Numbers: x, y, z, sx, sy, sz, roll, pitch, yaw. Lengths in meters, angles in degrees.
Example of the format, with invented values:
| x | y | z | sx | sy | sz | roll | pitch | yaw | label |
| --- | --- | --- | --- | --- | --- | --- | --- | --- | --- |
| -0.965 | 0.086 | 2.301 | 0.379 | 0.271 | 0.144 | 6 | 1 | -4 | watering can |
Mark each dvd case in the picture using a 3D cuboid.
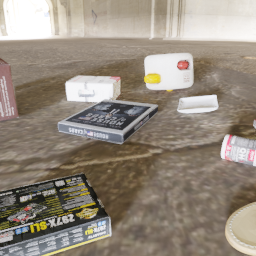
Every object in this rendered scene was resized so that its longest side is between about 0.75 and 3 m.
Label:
| x | y | z | sx | sy | sz | roll | pitch | yaw | label |
| --- | --- | --- | --- | --- | --- | --- | --- | --- | --- |
| -0.518 | -0.348 | 9.218 | 2.196 | 0.361 | 2.922 | 9 | 23 | 23 | dvd case |

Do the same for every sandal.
| x | y | z | sx | sy | sz | roll | pitch | yaw | label |
| --- | --- | --- | --- | --- | --- | --- | --- | --- | --- |
| 3.085 | 1.132 | 4.591 | 3.167 | 1.042 | 1.161 | -5 | 22 | -11 | sandal |

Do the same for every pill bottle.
| x | y | z | sx | sy | sz | roll | pitch | yaw | label |
| --- | --- | --- | --- | --- | --- | --- | --- | --- | --- |
| 2.834 | 0.549 | 6.627 | 1.110 | 0.614 | 0.614 | 12 | 25 | 29 | pill bottle |

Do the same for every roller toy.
| x | y | z | sx | sy | sz | roll | pitch | yaw | label |
| --- | --- | --- | --- | --- | --- | --- | --- | --- | --- |
| 1.885 | -2.520 | 12.843 | 2.180 | 1.670 | 2.390 | -2 | 12 | 9 | roller toy |

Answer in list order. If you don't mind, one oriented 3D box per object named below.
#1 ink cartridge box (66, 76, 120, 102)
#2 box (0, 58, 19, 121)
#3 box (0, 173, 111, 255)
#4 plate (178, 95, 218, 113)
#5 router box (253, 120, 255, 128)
| x | y | z | sx | sy | sz | roll | pitch | yaw | label |
| --- | --- | --- | --- | --- | --- | --- | --- | --- | --- |
| -1.435 | -1.676 | 11.880 | 1.986 | 0.842 | 1.446 | 6 | 22 | 10 | ink cartridge box |
| -5.126 | -1.251 | 9.421 | 2.264 | 1.879 | 1.859 | -12 | 25 | -28 | box |
| -1.386 | 1.439 | 4.652 | 1.826 | 0.451 | 1.458 | -10 | 26 | -23 | box |
| 2.601 | -0.862 | 10.415 | 1.401 | 0.227 | 1.404 | -4 | 23 | 17 | plate |
| 4.383 | 0.006 | 8.508 | 0.816 | 0.222 | 0.909 | 1 | 22 | 3 | router box |
